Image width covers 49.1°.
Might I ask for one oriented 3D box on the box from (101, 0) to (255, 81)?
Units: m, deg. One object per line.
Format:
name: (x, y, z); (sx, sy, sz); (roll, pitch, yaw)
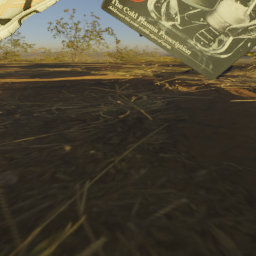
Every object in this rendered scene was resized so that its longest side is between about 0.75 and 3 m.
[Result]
box: (1.185, -2.359, 4.412); (2.476, 1.289, 2.255); (29, -33, -11)

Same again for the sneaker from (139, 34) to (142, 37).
sneaker: (0.416, -2.926, 7.763); (0.298, 0.772, 0.292); (18, 10, 8)

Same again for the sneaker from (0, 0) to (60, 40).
sneaker: (-1.458, -1.886, 3.817); (0.592, 1.605, 0.642); (52, 1, 30)
